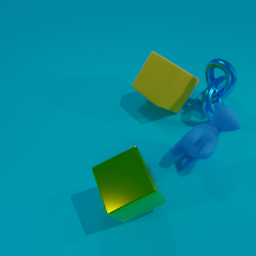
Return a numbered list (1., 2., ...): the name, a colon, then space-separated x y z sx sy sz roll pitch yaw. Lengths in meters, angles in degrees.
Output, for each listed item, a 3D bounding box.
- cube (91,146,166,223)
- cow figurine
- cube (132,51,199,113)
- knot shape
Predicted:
1. cube: 0.031 1.126 5.482 0.987 0.987 0.987 -27 59 4
2. cow figurine: 1.859 0.147 6.600 0.847 1.543 1.518 48 55 3
3. cube: 1.057 -1.270 7.955 1.151 1.151 1.151 13 24 -50
4. knot shape: 2.464 -1.147 7.788 0.782 1.584 1.693 10 40 6
